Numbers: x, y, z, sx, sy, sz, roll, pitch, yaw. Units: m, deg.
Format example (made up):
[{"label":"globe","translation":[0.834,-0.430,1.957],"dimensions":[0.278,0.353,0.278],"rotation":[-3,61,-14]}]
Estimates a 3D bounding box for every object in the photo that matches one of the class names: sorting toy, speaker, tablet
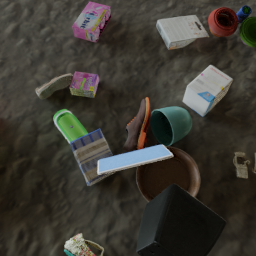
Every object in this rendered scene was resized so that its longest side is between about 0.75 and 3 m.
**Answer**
[{"label":"sorting toy","translation":[4.758,-4.349,12.269],"dimensions":[2.721,1.117,1.635],"rotation":[23,78,-1]},{"label":"speaker","translation":[-1.936,0.113,9.861],"dimensions":[0.737,0.737,1.667],"rotation":[-34,66,-17]},{"label":"tablet","translation":[0.132,0.768,6.892],"dimensions":[1.785,1.162,0.122],"rotation":[-14,100,-3]}]

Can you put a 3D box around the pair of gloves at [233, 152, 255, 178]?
[{"label":"pair of gloves","translation":[4.167,1.273,9.513],"dimensions":[1.148,0.201,0.976],"rotation":[2,58,-1]}]

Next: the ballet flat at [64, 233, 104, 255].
[{"label":"ballet flat","translation":[-0.783,3.762,7.810],"dimensions":[2.263,0.856,0.723],"rotation":[34,56,15]}]

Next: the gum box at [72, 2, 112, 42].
[{"label":"gum box","translation":[-1.569,-4.827,12.625],"dimensions":[1.072,0.625,1.889],"rotation":[18,63,11]}]

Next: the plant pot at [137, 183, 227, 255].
[{"label":"plant pot","translation":[1.185,2.785,7.263],"dimensions":[1.703,1.707,1.514],"rotation":[37,49,2]}]

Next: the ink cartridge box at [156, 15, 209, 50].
[{"label":"ink cartridge box","translation":[2.420,-4.311,12.524],"dimensions":[1.914,0.480,1.552],"rotation":[-12,61,-15]}]

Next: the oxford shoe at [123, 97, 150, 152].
[{"label":"oxford shoe","translation":[0.338,-0.162,9.991],"dimensions":[0.811,0.796,2.236],"rotation":[7,61,10]}]

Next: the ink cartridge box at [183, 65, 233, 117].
[{"label":"ink cartridge box","translation":[3.041,-1.451,10.538],"dimensions":[1.628,1.019,1.046],"rotation":[-41,68,-20]}]

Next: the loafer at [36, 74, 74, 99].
[{"label":"loafer","translation":[-2.895,-1.748,11.004],"dimensions":[1.584,0.569,0.498],"rotation":[-35,60,-14]}]

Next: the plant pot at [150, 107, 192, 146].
[{"label":"plant pot","translation":[1.569,-0.147,9.726],"dimensions":[1.056,1.315,1.315],"rotation":[-19,62,-25]}]

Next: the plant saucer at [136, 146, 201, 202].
[{"label":"plant saucer","translation":[1.294,1.632,9.141],"dimensions":[2.069,0.378,2.069],"rotation":[0,66,-1]}]

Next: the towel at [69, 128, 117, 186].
[{"label":"towel","translation":[-1.108,0.963,9.258],"dimensions":[1.175,0.190,1.599],"rotation":[-25,95,-15]}]

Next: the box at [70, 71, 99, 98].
[{"label":"box","translation":[-1.702,-1.707,11.007],"dimensions":[0.941,0.455,0.828],"rotation":[10,62,5]}]
